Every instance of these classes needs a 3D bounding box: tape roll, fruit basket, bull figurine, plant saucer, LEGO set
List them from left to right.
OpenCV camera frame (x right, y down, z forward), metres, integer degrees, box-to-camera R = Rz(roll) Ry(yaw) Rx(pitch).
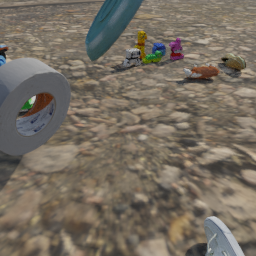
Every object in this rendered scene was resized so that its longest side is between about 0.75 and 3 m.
[{"bbox_3d":[-3.247,-0.791,8.482,0.906,0.458,0.978,-11,18,-18],"label":"fruit basket"},{"bbox_3d":[-1.026,-0.203,2.843,0.317,0.959,0.959,33,43,20],"label":"tape roll"},{"bbox_3d":[-0.358,-3.110,7.396,0.394,2.875,2.875,31,22,-25],"label":"plant saucer"},{"bbox_3d":[0.966,-3.537,12.079,2.865,1.176,1.093,-14,34,-22],"label":"LEGO set"},{"bbox_3d":[2.701,-2.118,10.491,1.350,0.440,0.819,1,32,2],"label":"bull figurine"}]

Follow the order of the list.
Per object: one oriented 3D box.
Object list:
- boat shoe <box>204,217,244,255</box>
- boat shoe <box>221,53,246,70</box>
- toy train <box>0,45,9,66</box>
[{"bbox_3d":[1.298,1.936,3.969,0.604,0.523,1.416,-11,43,-11],"label":"boat shoe"},{"bbox_3d":[4.249,-2.649,11.392,0.558,0.525,1.466,-15,24,0],"label":"boat shoe"},{"bbox_3d":[-5.680,-2.626,10.135,1.264,1.666,2.916,14,35,22],"label":"toy train"}]
